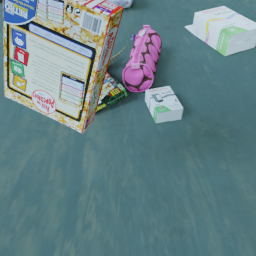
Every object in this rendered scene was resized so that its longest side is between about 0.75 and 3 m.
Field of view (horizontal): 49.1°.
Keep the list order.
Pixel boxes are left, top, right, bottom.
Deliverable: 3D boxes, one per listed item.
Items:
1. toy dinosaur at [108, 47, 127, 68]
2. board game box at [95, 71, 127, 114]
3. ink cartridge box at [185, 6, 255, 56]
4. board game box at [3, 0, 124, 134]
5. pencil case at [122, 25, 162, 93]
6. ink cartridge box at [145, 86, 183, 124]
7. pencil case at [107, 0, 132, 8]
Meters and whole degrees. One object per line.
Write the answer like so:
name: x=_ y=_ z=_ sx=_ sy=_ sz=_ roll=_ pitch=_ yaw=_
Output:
toy dinosaur: x=-0.762 y=-2.230 z=9.373 sx=1.571 sy=0.373 sz=0.692 roll=-47 pitch=55 yaw=-8
board game box: x=-1.346 y=-1.488 z=8.636 sx=1.467 sy=0.328 sz=2.799 roll=-32 pitch=52 yaw=-10
ink cartridge box: x=3.573 y=-3.934 z=10.885 sx=1.540 sy=0.885 sz=2.629 roll=-20 pitch=48 yaw=-19
board game box: x=-0.886 y=-0.860 z=3.434 sx=1.258 sy=1.660 sz=0.384 roll=26 pitch=40 yaw=4
pencil case: x=0.466 y=-2.270 z=9.018 sx=1.109 sy=1.145 sz=2.443 roll=7 pitch=46 yaw=5
ink cartridge box: x=0.985 y=-0.673 z=7.893 sx=0.765 sy=0.441 sz=1.048 roll=-11 pitch=46 yaw=-11
pencil case: x=-1.276 y=-5.961 z=12.595 sx=2.941 sy=1.334 sz=1.223 roll=-11 pitch=65 yaw=-13
